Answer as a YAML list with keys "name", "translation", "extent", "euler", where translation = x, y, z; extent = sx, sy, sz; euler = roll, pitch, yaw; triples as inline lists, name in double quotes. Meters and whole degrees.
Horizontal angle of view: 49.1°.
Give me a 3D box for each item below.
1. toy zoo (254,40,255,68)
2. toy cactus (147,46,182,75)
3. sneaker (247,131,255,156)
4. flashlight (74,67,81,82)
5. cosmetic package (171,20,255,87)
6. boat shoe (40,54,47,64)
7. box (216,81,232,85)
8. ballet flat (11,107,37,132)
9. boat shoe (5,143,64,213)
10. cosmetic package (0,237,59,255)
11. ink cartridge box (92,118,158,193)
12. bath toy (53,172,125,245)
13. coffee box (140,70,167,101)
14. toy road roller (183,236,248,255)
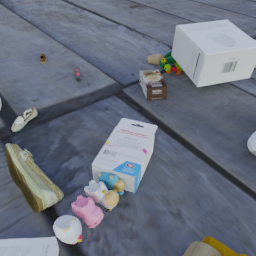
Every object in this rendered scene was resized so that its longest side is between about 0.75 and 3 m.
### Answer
- name: "toy zoo"
  translation: [6.456, -3.777, 13.989]
  extent: [1.682, 0.262, 2.563]
  euler: [36, 50, 20]
- name: "toy cactus"
  translation: [1.836, -3.295, 13.189]
  extent: [1.900, 1.178, 2.303]
  euler: [7, 47, 23]
- name: "sneaker"
  translation: [4.608, 0.043, 9.009]
  extent: [0.868, 0.989, 2.469]
  euler: [30, 48, 27]
- name: "flashlight"
  translation: [-2.268, -2.402, 12.551]
  extent: [0.298, 0.299, 0.880]
  euler: [-6, 39, -7]
- name: "cosmetic package"
  translation: [3.580, -3.217, 11.801]
  extent: [2.554, 1.575, 2.562]
  euler: [-11, 47, -14]
- name: "boat shoe"
  translation: [-4.209, -3.489, 13.880]
  extent: [0.309, 0.290, 0.859]
  euler: [-8, 40, -10]
- name: "box"
  translation: [4.117, -2.255, 12.290]
  extent: [0.752, 0.392, 0.685]
  euler: [-6, 41, -8]
- name: "ballet flat"
  translation: [-3.730, -0.345, 9.967]
  extent: [0.413, 0.382, 1.224]
  euler: [16, 42, 18]
- name: "boat shoe"
  translation: [-2.675, 1.232, 7.711]
  extent: [0.767, 0.889, 2.438]
  euler: [-19, 43, -36]
- name: "cosmetic package"
  translation: [-2.343, 3.277, 5.381]
  extent: [1.684, 0.577, 2.234]
  euler: [-3, 39, -1]
- name: "ink cartridge box"
  translation: [-0.008, 0.722, 8.356]
  extent: [1.289, 0.759, 2.238]
  euler: [13, 41, 16]
- name: "bath toy"
  translation: [-0.881, 2.001, 6.816]
  extent: [0.895, 0.761, 2.058]
  euler: [9, 36, 34]
- name: "coffee box"
  translation: [1.032, -1.796, 11.570]
  extent: [0.850, 0.592, 1.486]
  euler: [-6, 40, -8]
- name: "toy road roller"
  translation: [2.010, 2.880, 4.902]
  extent: [2.451, 1.789, 1.506]
  euler: [27, 46, 29]
